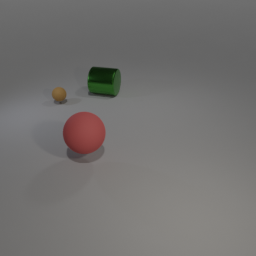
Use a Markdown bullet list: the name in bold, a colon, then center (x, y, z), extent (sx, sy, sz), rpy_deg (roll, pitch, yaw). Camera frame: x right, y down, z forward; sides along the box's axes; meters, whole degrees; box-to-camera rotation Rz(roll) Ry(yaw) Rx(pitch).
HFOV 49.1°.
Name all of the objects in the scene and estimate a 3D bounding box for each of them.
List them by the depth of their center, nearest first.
- **ball**: center (-1.442, 0.159, 9.273), extent (1.400, 1.400, 1.400), rpy_deg (0, 30, 0)
- **ball**: center (-3.350, -1.646, 13.643), extent (0.700, 0.700, 0.700), rpy_deg (0, 30, 0)
- **cylinder**: center (-1.217, -2.450, 14.628), extent (1.400, 1.400, 1.400), rpy_deg (8, 30, 13)
